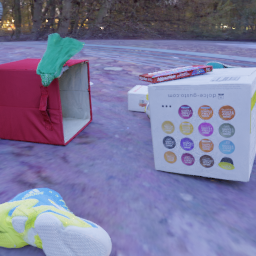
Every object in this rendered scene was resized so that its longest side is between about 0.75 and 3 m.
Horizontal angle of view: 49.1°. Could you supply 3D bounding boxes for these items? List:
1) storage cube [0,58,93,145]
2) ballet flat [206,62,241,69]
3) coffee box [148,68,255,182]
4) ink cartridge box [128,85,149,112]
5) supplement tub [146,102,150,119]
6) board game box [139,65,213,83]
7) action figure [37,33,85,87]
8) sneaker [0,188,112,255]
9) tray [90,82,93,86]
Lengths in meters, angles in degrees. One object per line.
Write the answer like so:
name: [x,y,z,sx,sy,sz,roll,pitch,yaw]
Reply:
storage cube: [-2.679,-0.977,8.947,2.353,2.238,2.618,5,22,14]
ballet flat: [6.193,-3.676,17.958,2.416,0.839,0.839,17,27,27]
coffee box: [1.988,-0.226,6.918,2.182,2.161,2.186,4,20,29]
ink cartridge box: [1.095,-1.165,11.367,1.909,0.796,1.386,8,23,18]
supplement tub: [1.243,-0.507,9.623,0.868,0.868,1.203,-11,25,-25]
board game box: [1.145,-1.327,6.794,1.589,0.155,0.818,-14,17,-18]
action figure: [-1.881,-1.744,7.328,1.062,0.492,1.799,10,51,5]
sneaker: [-1.222,1.455,4.673,2.317,0.878,1.217,6,22,18]
tray: [-2.791,-2.498,15.595,1.566,0.174,0.841,6,24,16]
